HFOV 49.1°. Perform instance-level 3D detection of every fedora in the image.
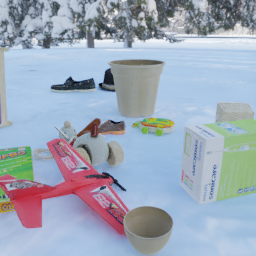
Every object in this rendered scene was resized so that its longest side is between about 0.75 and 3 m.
[{"bbox_3d":[-0.463,-2.965,16.590,2.638,1.205,2.638,0,21,0],"label":"fedora"}]

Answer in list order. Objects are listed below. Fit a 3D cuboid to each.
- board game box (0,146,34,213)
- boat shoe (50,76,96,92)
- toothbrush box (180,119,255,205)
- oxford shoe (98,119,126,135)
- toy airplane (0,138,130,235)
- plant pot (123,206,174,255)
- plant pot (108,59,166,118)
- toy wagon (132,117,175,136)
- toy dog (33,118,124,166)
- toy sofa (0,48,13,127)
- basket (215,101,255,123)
[{"bbox_3d":[-2.927,1.109,6.670,1.297,0.407,2.715,-6,23,-19],"label":"board game box"},{"bbox_3d":[-3.111,-2.501,15.825,2.581,0.856,0.965,1,20,3],"label":"boat shoe"},{"bbox_3d":[2.297,0.675,6.227,2.049,1.492,0.882,-7,21,-19],"label":"toothbrush box"},{"bbox_3d":[-0.764,-0.068,9.699,1.368,0.499,0.488,-1,20,-2],"label":"oxford shoe"},{"bbox_3d":[-1.155,1.184,5.461,2.944,0.541,2.944,27,16,-9],"label":"toy airplane"},{"bbox_3d":[0.330,1.759,4.640,0.809,0.543,0.809,0,20,0],"label":"plant pot"},{"bbox_3d":[0.348,-1.662,11.658,2.347,2.148,2.347,0,20,0],"label":"plant pot"},{"bbox_3d":[0.877,-0.103,10.075,1.557,0.308,1.208,9,22,22],"label":"toy wagon"},{"bbox_3d":[-1.304,0.227,7.721,2.692,1.297,1.775,14,24,33],"label":"toy dog"},{"bbox_3d":[-5.088,-1.414,9.837,1.228,2.966,1.447,10,15,25],"label":"toy sofa"},{"bbox_3d":[3.537,-0.255,9.396,1.088,1.078,0.875,3,23,7],"label":"basket"}]
